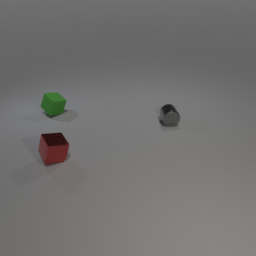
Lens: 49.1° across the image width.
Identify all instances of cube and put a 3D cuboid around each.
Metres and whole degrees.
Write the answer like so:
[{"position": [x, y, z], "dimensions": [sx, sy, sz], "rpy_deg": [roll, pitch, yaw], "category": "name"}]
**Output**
[{"position": [-3.159, -1.037, 11.887], "dimensions": [0.700, 0.700, 0.700], "rpy_deg": [39, 31, 25], "category": "cube"}, {"position": [-2.385, 0.635, 8.969], "dimensions": [0.700, 0.700, 0.700], "rpy_deg": [-4, 36, -37], "category": "cube"}]

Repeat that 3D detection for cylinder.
[{"position": [1.679, -0.509, 11.266], "dimensions": [0.700, 0.700, 0.700], "rpy_deg": [-3, 30, -6], "category": "cylinder"}]
